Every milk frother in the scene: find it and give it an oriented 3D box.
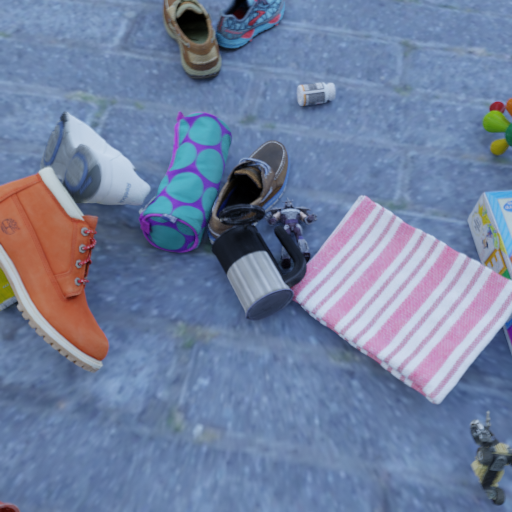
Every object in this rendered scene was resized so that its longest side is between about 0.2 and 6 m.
[{"bbox_3d":[-0.049,0.049,8.021,1.204,1.334,1.255,-38,62,16],"label":"milk frother"}]

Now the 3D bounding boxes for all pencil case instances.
[{"bbox_3d":[-1.116,-1.232,9.054,1.045,0.962,2.261,22,59,-13],"label":"pencil case"}]

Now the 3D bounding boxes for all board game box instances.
[{"bbox_3d":[5.980,0.414,8.184,4.819,0.825,3.240,-4,60,-2],"label":"board game box"}]

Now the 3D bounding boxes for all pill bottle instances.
[{"bbox_3d":[1.113,-3.018,10.426,0.656,0.382,0.382,-8,60,-5],"label":"pill bottle"}]

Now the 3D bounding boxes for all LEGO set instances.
[{"bbox_3d":[4.228,1.918,6.833,3.425,2.224,0.971,0,28,0],"label":"LEGO set"}]

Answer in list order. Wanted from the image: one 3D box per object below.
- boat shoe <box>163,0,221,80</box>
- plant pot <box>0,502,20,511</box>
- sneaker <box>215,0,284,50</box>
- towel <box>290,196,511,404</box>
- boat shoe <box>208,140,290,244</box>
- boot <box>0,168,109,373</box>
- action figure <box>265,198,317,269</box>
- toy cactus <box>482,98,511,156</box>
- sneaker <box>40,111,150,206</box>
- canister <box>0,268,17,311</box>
[{"bbox_3d":[-1.260,-4.592,11.018,0.936,0.914,2.474,-18,62,-10],"label":"boat shoe"},{"bbox_3d":[-3.581,3.179,6.506,1.111,1.143,1.143,20,62,21],"label":"plant pot"},{"bbox_3d":[-0.061,-4.956,11.234,0.751,0.905,1.894,34,66,18],"label":"sneaker"},{"bbox_3d":[2.006,0.504,7.948,2.739,0.410,2.004,36,80,28],"label":"towel"},{"bbox_3d":[-0.042,-1.134,9.083,0.813,0.815,2.251,21,62,12],"label":"boat shoe"},{"bbox_3d":[-2.584,0.202,7.573,1.507,1.055,2.811,-34,102,-14],"label":"boot"},{"bbox_3d":[0.579,-0.435,8.917,0.829,0.442,1.274,-8,56,4],"label":"action figure"},{"bbox_3d":[4.903,-1.794,9.048,2.857,1.461,2.357,26,49,28],"label":"toy cactus"},{"bbox_3d":[-2.677,-1.464,9.118,1.034,1.209,2.776,-59,43,16],"label":"sneaker"},{"bbox_3d":[-3.421,0.073,8.251,1.425,1.058,0.617,-32,51,-15],"label":"canister"}]
